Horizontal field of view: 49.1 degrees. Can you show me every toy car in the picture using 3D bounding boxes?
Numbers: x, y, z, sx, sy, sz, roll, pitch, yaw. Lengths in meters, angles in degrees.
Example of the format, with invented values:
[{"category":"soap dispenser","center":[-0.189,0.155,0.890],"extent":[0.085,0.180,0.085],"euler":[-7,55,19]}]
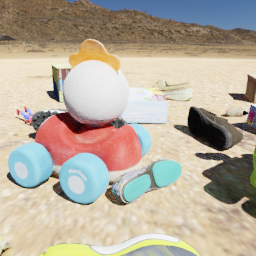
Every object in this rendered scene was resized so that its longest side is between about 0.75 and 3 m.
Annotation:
[{"category":"toy car","center":[-0.845,-0.377,5.596],"extent":[2.357,2.664,2.456],"euler":[8,19,25]}]

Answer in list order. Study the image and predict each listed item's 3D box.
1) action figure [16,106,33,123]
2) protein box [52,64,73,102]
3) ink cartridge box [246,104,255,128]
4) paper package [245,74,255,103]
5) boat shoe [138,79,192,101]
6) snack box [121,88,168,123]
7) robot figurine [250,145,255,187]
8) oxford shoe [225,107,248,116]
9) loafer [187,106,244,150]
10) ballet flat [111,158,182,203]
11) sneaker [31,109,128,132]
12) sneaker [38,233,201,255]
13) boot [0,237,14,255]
[{"category":"action figure","center":[-3.254,-0.342,9.396],"extent":[0.486,0.384,1.486],"euler":[-20,31,-36]},{"category":"protein box","center":[-2.369,-2.269,13.572],"extent":[2.266,1.529,2.249],"euler":[-7,18,-20]},{"category":"ink cartridge box","center":[4.521,-0.142,8.017],"extent":[1.224,0.685,1.794],"euler":[-5,23,-18]},{"category":"paper package","center":[6.723,-1.823,12.854],"extent":[2.174,1.125,2.072],"euler":[4,18,9]},{"category":"boat shoe","center":[1.694,-1.855,13.315],"extent":[2.723,0.904,1.008],"euler":[5,18,15]},{"category":"snack box","center":[0.216,-0.892,10.272],"extent":[2.152,0.864,2.552],"euler":[1,16,0]},{"category":"robot figurine","center":[3.273,0.443,4.640],"extent":[2.867,1.658,2.515],"euler":[-13,46,-37]},{"category":"oxford shoe","center":[3.974,-0.577,10.194],"extent":[0.958,0.337,0.358],"euler":[-9,25,-24]},{"category":"loafer","center":[2.364,-0.004,7.801],"extent":[0.767,0.784,2.149],"euler":[-2,27,-19]},{"category":"ballet flat","center":[0.322,0.897,5.141],"extent":[1.586,0.571,0.571],"euler":[-14,22,-41]},{"category":"sneaker","center":[-1.278,-0.105,7.853],"extent":[2.686,0.893,1.215],"euler":[4,14,1]},{"category":"sneaker","center":[-0.088,1.603,2.836],"extent":[1.811,0.669,0.733],"euler":[-8,24,0]},{"category":"boot","center":[-2.000,1.428,3.229],"extent":[1.318,0.617,1.696],"euler":[-3,19,-10]}]
